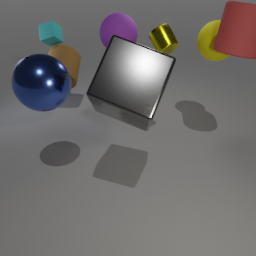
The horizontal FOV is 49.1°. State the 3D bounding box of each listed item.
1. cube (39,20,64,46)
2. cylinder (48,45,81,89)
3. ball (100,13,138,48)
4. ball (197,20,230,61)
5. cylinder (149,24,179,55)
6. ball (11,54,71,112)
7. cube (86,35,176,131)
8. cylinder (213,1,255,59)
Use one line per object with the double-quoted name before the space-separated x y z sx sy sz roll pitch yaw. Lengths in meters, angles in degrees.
"cube" -3.194 -3.918 11.650 0.700 0.700 0.700 -10 -6 18
"cylinder" -2.819 -2.605 12.085 1.400 1.400 1.400 3 67 5
"ball" -0.336 -3.461 10.231 1.400 1.400 1.400 0 29 0
"ball" 3.195 -3.121 10.037 1.400 1.400 1.400 0 29 0
"cylinder" 1.079 -2.635 8.443 0.700 0.700 0.700 -24 -9 -4
"ball" -2.105 -1.102 6.879 1.400 1.400 1.400 0 29 0
"cube" 0.080 -0.908 6.176 1.400 1.400 1.400 22 -8 4
"cylinder" 3.414 -2.903 8.282 1.400 1.400 1.400 8 26 -4
